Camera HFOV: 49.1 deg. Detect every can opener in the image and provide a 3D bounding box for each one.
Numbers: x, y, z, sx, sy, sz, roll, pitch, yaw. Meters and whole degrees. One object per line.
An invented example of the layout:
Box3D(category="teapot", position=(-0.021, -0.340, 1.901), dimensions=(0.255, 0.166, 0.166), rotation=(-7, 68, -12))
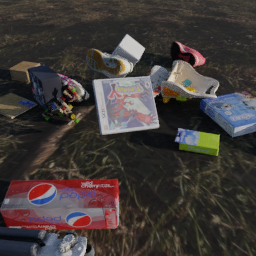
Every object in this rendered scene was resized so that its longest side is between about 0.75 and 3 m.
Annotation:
Box3D(category="can opener", position=(-2.180, 2.898, 6.703), dimensions=(2.705, 0.899, 0.712), rotation=(0, 32, 16))

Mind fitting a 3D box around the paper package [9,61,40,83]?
Box3D(category="paper package", position=(-5.618, -3.111, 15.409), dimensions=(1.211, 0.657, 1.271), rotation=(11, 37, 16))

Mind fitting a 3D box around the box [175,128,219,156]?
Box3D(category="box", position=(2.570, 0.503, 10.432), dimensions=(1.547, 0.369, 0.944), rotation=(10, 36, 14))

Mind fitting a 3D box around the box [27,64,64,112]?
Box3D(category="box", position=(-3.728, -1.830, 12.752), dimensions=(0.896, 1.567, 1.721), rotation=(-23, 40, -29))

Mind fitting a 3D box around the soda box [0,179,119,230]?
Box3D(category="soda box", position=(-1.739, 2.084, 7.636), dimensions=(2.985, 0.946, 1.045), rotation=(0, 36, -1))

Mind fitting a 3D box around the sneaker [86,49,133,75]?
Box3D(category="sneaker", position=(-0.698, -2.413, 10.477), dimensions=(1.998, 0.756, 0.876), rotation=(30, 27, 31))

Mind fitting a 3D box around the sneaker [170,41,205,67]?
Box3D(category="sneaker", position=(3.665, -4.505, 17.373), dimensions=(1.206, 1.025, 2.781), rotation=(-6, 39, -29))

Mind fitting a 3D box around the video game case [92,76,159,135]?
Box3D(category="video game case", position=(-0.063, -0.816, 9.678), dimensions=(2.086, 1.900, 0.240), rotation=(-7, -10, -18))

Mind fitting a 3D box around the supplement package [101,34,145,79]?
Box3D(category="supplement package", position=(-0.232, -2.844, 11.722), dimensions=(0.988, 1.650, 1.001), rotation=(35, 47, -11))

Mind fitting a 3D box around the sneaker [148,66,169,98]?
Box3D(category="sneaker", position=(1.020, -1.802, 13.193), dimensions=(1.143, 1.214, 2.966), rotation=(36, 47, 8))

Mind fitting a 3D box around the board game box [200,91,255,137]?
Box3D(category="board game box", position=(4.787, -0.698, 12.028), dimensions=(2.411, 0.523, 2.399), rotation=(-12, 37, -17))

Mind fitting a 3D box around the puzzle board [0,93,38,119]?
Box3D(category="puzzle board", position=(-5.357, -1.034, 12.853), dimensions=(1.935, 0.168, 1.458), rotation=(21, 39, 26))

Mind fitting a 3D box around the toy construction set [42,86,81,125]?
Box3D(category="toy construction set", position=(-2.495, -0.849, 11.897), dimensions=(1.384, 1.275, 1.659), rotation=(-27, 25, 54))

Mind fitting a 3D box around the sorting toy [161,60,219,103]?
Box3D(category="sorting toy", position=(2.958, -1.926, 12.996), dimensions=(2.378, 1.411, 2.642), rotation=(11, 36, 17))

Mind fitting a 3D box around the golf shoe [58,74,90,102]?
Box3D(category="golf shoe", position=(-2.898, -1.920, 13.627), dimensions=(1.190, 0.938, 2.584), rotation=(-2, 30, -44))
